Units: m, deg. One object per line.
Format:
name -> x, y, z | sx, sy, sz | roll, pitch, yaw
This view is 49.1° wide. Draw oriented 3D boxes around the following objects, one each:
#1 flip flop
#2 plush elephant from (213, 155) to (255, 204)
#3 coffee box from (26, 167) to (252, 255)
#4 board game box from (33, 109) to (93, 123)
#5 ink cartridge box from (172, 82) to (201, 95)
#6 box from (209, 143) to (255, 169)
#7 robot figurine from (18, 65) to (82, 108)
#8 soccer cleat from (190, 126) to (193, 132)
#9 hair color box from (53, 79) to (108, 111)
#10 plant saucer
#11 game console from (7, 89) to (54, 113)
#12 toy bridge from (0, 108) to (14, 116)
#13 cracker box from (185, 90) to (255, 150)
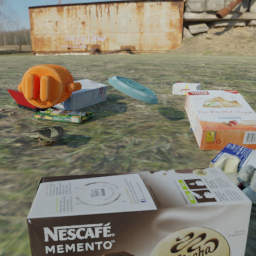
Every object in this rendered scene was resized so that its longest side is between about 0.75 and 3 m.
flip flop -> -2.324, 0.267, 7.993 | 0.695, 0.494, 1.715 | -20, 11, -38
plush elephant -> 2.078, 1.024, 4.816 | 1.181, 1.111, 1.434 | 35, 51, -17
coffee box -> 0.106, 1.292, 3.400 | 2.331, 1.318, 0.930 | -2, 18, -7
board game box -> -2.415, -0.474, 10.470 | 1.987, 0.233, 1.041 | 6, 19, 21
ink cartridge box -> 3.123, -2.076, 14.885 | 1.280, 0.534, 0.929 | 9, 20, 26
box -> 3.060, 0.956, 5.809 | 2.376, 0.385, 1.439 | 14, 22, 32
robot figurine -> -2.785, -1.521, 9.909 | 1.813, 1.470, 2.520 | -32, 8, 11
soccer cleat -> 2.474, -0.047, 9.050 | 0.983, 0.318, 0.411 | -7, 25, -16
hair color box -> -2.189, -1.494, 12.417 | 1.316, 0.806, 2.658 | 20, 26, 24
plant saucer -> 0.216, -1.337, 9.467 | 1.853, 0.254, 1.853 | 22, 17, -7
game console -> -4.047, -1.215, 11.712 | 1.502, 0.892, 1.295 | 15, 24, 38
toy bridge -> -4.857, -0.613, 11.093 | 0.334, 0.135, 0.995 | -20, 26, -39
cracker box -> 2.802, -0.337, 8.470 | 1.723, 0.742, 2.572 | 0, 30, 0
